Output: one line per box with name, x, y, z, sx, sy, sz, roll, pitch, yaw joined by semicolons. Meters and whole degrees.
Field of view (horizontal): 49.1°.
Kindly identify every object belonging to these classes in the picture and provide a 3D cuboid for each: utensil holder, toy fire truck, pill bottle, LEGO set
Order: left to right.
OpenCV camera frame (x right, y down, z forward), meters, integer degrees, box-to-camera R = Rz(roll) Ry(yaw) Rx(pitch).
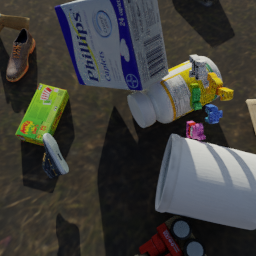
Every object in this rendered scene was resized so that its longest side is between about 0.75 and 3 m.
toy fire truck;1.036;3.825;7.472;2.428;1.562;2.137;-33;70;-2
pill bottle;1.536;-1.153;9.487;2.914;1.643;1.643;-26;69;-12
utensil holder;2.297;1.552;7.976;2.659;2.260;2.260;13;67;4
LEGO set;2.278;-0.746;7.693;0.923;2.420;0.993;-10;23;-15

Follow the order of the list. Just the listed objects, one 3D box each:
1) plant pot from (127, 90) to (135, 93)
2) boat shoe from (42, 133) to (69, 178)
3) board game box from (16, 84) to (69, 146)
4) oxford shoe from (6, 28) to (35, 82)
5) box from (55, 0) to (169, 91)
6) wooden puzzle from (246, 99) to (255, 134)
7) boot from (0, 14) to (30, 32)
plant pot;0.360;-1.945;10.222;1.185;1.185;1.265;12;81;5
boat shoe;-2.399;0.878;8.543;0.627;0.489;1.381;-23;98;12
board game box;-2.946;-0.467;9.807;1.051;0.493;2.070;14;67;6
oxford shoe;-4.217;-2.802;10.679;0.782;0.800;2.193;6;66;3
box;-0.473;-2.644;8.510;2.842;2.614;1.491;12;37;41
wooden puzzle;5.410;0.057;9.570;2.320;0.580;2.505;-4;61;-2
boot;-4.721;-4.087;11.347;1.300;1.138;0.430;3;65;-24
